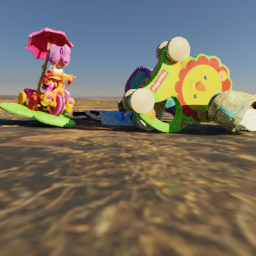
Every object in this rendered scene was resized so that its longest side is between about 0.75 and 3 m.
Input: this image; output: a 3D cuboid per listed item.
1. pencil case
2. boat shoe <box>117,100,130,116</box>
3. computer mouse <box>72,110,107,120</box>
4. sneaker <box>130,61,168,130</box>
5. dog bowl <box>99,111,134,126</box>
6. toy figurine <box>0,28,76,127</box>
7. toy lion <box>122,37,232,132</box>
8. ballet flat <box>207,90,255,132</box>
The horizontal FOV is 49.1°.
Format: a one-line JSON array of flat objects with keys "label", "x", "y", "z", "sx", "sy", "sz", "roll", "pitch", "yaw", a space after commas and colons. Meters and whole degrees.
[{"label": "pencil case", "x": 1.212, "y": -1.049, "z": 9.405, "sx": 1.215, "sy": 1.320, "sz": 2.856, "roll": -14, "pitch": -20, "yaw": 42}, {"label": "boat shoe", "x": -0.021, "y": -0.845, "z": 11.241, "sx": 0.890, "sy": 0.801, "sz": 2.516, "roll": -18, "pitch": 8, "yaw": -11}, {"label": "computer mouse", "x": -1.400, "y": -0.528, "z": 11.438, "sx": 1.727, "sy": 0.379, "sz": 0.947, "roll": 3, "pitch": -4, "yaw": 40}, {"label": "sneaker", "x": 0.699, "y": -1.108, "z": 7.545, "sx": 0.851, "sy": 2.384, "sz": 0.952, "roll": 30, "pitch": -6, "yaw": -30}, {"label": "dog bowl", "x": -0.091, "y": -0.312, "z": 8.923, "sx": 1.649, "sy": 0.409, "sz": 0.919, "roll": 1, "pitch": 7, "yaw": 7}, {"label": "toy figurine", "x": -2.473, "y": -1.699, "z": 8.779, "sx": 2.250, "sy": 2.759, "sz": 2.997, "roll": 7, "pitch": 10, "yaw": -43}, {"label": "toy lion", "x": 1.364, "y": -0.857, "z": 6.791, "sx": 2.244, "sy": 2.341, "sz": 0.804, "roll": 37, "pitch": -6, "yaw": -17}, {"label": "ballet flat", "x": 3.016, "y": -0.310, "z": 6.632, "sx": 2.928, "sy": 1.035, "sz": 1.035, "roll": 0, "pitch": 4, "yaw": -41}]
